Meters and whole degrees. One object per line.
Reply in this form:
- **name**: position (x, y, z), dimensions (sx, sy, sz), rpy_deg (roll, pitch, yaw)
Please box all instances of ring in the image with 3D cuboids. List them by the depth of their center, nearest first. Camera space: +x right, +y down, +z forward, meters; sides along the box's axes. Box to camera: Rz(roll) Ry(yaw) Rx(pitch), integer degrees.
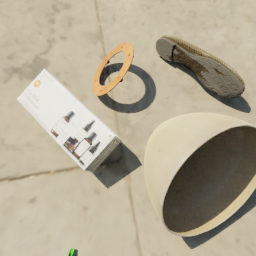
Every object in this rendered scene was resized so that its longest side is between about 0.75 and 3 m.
- **ring**: position (-0.386, -1.522, 7.311), dimensions (0.155, 1.612, 1.612), rpy_deg (31, 61, -34)

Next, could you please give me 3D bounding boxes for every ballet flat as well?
- **ballet flat**: position (1.951, -1.767, 7.539), dimensions (0.652, 0.947, 2.811), rpy_deg (-35, 59, -30)

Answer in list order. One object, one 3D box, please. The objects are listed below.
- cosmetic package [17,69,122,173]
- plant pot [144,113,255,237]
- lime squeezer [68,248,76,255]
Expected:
- **cosmetic package**: position (-1.410, -0.208, 6.587), dimensions (2.532, 0.641, 1.045), rpy_deg (42, 88, 19)
- **plant pot**: position (1.320, 0.696, 5.869), dimensions (2.537, 2.537, 1.703), rpy_deg (-30, 38, -13)
- **lime squeezer**: position (-1.506, 3.190, 4.920), dimensions (0.460, 2.439, 0.861), rpy_deg (7, 102, 22)
